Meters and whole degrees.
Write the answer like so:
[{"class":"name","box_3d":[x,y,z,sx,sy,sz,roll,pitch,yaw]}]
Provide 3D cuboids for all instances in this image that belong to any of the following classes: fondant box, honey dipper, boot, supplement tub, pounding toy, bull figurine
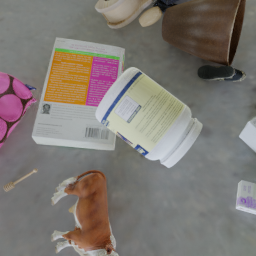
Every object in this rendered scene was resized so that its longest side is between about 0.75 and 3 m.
[{"class":"fondant box","box_3d":[2.856,1.573,6.161,0.845,0.246,0.610,14,63,8]},{"class":"honey dipper","box_3d":[-2.411,1.161,6.335,0.833,0.158,0.158,-31,66,-1]},{"class":"boot","box_3d":[2.563,-1.462,7.663,0.838,1.109,0.400,1,97,-41]},{"class":"supplement tub","box_3d":[0.456,-0.212,6.148,1.988,1.442,1.442,38,67,1]},{"class":"pounding toy","box_3d":[0.012,-3.839,8.784,1.623,1.628,2.838,-27,52,17]},{"class":"bull figurine","box_3d":[-0.874,1.921,5.723,1.286,0.690,2.118,-5,62,-3]}]

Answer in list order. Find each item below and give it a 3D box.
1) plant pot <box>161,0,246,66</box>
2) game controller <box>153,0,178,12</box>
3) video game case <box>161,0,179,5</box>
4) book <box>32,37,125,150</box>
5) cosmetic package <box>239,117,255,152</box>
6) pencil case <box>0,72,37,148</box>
[{"class":"plant pot","box_3d":[2.006,-2.768,7.764,1.978,1.849,1.849,14,62,24]},{"class":"game controller","box_3d":[1.335,-3.948,9.159,0.978,0.206,0.510,24,50,12]},{"class":"video game case","box_3d":[1.479,-4.940,9.542,1.578,0.223,1.747,-28,59,-14]},{"class":"book","box_3d":[-1.151,-0.928,7.246,1.939,0.697,2.902,6,64,1]},{"class":"cosmetic package","box_3d":[3.649,0.403,6.475,1.012,0.728,1.794,-33,65,-19]},{"class":"pencil case","box_3d":[-3.283,-0.054,6.561,1.189,1.227,2.620,8,60,38]}]
